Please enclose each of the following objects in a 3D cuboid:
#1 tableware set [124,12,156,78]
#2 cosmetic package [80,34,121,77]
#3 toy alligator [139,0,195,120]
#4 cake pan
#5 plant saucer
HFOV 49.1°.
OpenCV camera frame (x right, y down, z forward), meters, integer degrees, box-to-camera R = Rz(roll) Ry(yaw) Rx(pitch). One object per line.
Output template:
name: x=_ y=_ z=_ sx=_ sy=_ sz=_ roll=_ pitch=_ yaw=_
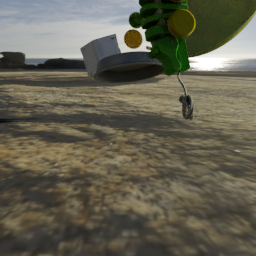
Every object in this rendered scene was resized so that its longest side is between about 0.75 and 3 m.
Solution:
tableware set: x=0.543 y=-3.042 z=10.598 sx=1.601 sy=2.377 sz=0.365 roll=17 pitch=34 yaw=6
cosmetic package: x=-0.918 y=-2.396 z=9.564 sx=0.837 sy=1.164 sz=2.063 roll=-20 pitch=12 yaw=-16
toy alligator: x=0.534 y=-1.330 z=4.129 sx=0.674 sy=2.483 sz=0.736 roll=-4 pitch=-2 yaw=-14
cake pan: x=0.042 y=-1.488 z=6.954 sx=1.830 sy=0.336 sz=1.830 roll=-6 pitch=-3 yaw=0
plant saucer: x=1.837 y=-2.761 z=6.710 sx=2.897 sy=2.897 sz=0.450 roll=16 pitch=-15 yaw=47
